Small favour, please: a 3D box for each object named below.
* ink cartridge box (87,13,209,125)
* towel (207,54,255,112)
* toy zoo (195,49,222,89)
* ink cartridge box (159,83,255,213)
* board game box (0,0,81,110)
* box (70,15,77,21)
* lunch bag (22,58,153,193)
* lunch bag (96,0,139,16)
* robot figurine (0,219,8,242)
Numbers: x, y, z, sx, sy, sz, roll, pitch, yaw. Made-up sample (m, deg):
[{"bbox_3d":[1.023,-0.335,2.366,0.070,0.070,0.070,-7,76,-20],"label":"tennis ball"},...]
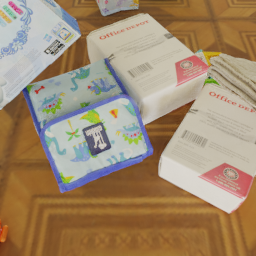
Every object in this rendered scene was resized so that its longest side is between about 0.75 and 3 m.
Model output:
[{"bbox_3d":[0.426,-1.720,7.709,2.073,1.207,2.847,-26,60,-18],"label":"ink cartridge box"},{"bbox_3d":[2.533,-0.604,4.923,2.572,0.443,1.705,-5,46,-45],"label":"towel"},{"bbox_3d":[2.409,-1.756,8.363,1.152,0.180,1.757,-6,55,-4],"label":"toy zoo"},{"bbox_3d":[2.038,0.332,6.331,1.794,1.044,2.463,27,60,18],"label":"ink cartridge box"},{"bbox_3d":[-2.746,-1.696,4.905,2.711,2.698,0.588,-35,52,19],"label":"board game box"},{"bbox_3d":[-2.709,-3.107,9.093,1.120,0.577,1.920,38,62,24],"label":"box"},{"bbox_3d":[-0.917,-0.070,6.337,2.154,1.614,2.533,-22,65,-12],"label":"lunch bag"},{"bbox_3d":[-0.756,-5.862,9.974,1.794,2.393,2.821,-15,58,-8],"label":"lunch bag"},{"bbox_3d":[-2.743,2.063,5.406,0.665,0.539,0.925,-19,55,11],"label":"robot figurine"}]
